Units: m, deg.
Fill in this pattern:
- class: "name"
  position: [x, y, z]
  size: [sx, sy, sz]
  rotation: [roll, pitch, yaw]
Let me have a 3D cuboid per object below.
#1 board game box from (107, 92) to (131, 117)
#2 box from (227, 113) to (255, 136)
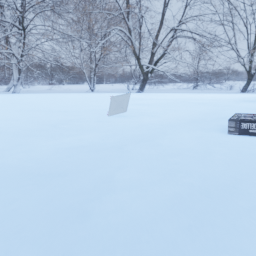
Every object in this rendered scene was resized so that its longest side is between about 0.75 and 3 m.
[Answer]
- class: "board game box"
  position: [-0.386, -0.987, 11.544]
  size: [0.978, 0.978, 0.127]
  rotation: [-16, 46, -34]
- class: "box"
  position: [3.569, -0.115, 7.719]
  size: [1.369, 0.432, 1.736]
  rotation: [4, 10, 26]
